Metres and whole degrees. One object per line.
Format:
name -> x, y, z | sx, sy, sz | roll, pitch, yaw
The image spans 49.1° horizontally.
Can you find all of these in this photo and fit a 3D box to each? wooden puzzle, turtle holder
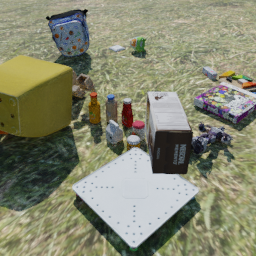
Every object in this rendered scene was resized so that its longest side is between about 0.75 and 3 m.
wooden puzzle -> 5.417, -2.181, 13.392 | 1.731, 0.300, 2.566 | -21, 41, -26
turtle holder -> 0.645, -5.131, 16.964 | 0.824, 0.881, 1.160 | 14, 39, 19

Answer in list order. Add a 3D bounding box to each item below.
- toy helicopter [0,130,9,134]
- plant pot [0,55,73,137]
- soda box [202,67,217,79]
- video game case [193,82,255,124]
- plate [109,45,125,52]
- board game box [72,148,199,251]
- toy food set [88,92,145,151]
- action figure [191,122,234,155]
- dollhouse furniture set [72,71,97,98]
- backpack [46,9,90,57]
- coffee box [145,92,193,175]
toy helicopter -> -4.719, -0.148, 10.248 | 1.342, 0.800, 2.029 | 21, 28, 36
plant pot -> -3.516, -0.945, 9.545 | 2.308, 2.292, 2.361 | 17, 29, 16
soda box -> 4.156, -2.820, 14.274 | 0.312, 0.290, 0.915 | -11, 37, -15
video game case -> 4.264, -1.126, 11.842 | 2.244, 0.402, 2.034 | -28, 44, -33
plate -> -0.684, -4.973, 17.394 | 0.767, 0.124, 0.765 | -26, 43, -31
board game box -> 0.196, 1.790, 7.873 | 2.563, 0.332, 2.563 | -29, 45, -33
toy food set -> -0.320, -0.364, 10.099 | 1.276, 1.203, 2.674 | -24, 42, -29
action figure -> 2.816, 0.304, 9.644 | 2.002, 0.694, 1.303 | -24, 30, -36
dollhouse furniture set -> -2.991, -0.977, 11.623 | 2.425, 1.388, 2.844 | 21, 65, 28
backpack -> -3.210, -5.280, 15.945 | 2.423, 2.308, 1.867 | -10, 45, 5
coffee box -> 0.674, 0.034, 5.051 | 0.605, 0.857, 1.516 | 0, 31, -2
